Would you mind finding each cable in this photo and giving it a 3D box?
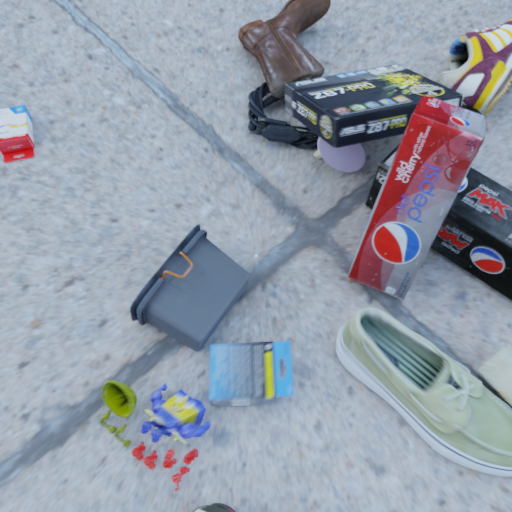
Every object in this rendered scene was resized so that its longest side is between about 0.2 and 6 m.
[{"bbox_3d":[0.848,-2.946,11.518,2.049,0.521,1.672,2,55,1],"label":"cable"}]

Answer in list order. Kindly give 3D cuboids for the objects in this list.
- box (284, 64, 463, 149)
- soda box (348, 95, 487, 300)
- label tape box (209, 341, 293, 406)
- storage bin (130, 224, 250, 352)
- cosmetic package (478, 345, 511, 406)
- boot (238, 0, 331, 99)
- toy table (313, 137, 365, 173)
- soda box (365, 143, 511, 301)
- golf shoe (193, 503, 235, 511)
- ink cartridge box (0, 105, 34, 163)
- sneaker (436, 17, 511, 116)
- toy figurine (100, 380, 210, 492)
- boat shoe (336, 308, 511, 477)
[{"bbox_3d":[2.117,-2.851,10.456,2.595,0.637,2.092,-14,35,-16],"label":"box"},{"bbox_3d":[2.465,-0.839,8.830,1.070,3.057,0.969,24,37,12],"label":"soda box"},{"bbox_3d":[-0.081,1.858,8.838,1.289,0.408,0.930,-2,59,2],"label":"label tape box"},{"bbox_3d":[-0.991,0.576,9.195,1.233,1.336,1.836,34,66,6],"label":"storage bin"},{"bbox_3d":[4.137,2.077,8.559,0.491,0.727,1.382,-50,64,24],"label":"cosmetic package"},{"bbox_3d":[0.997,-4.449,11.835,2.323,0.800,2.492,-27,50,1],"label":"boot"},{"bbox_3d":[1.563,-2.132,10.777,1.005,1.093,0.640,-35,37,16],"label":"toy table"},{"bbox_3d":[3.713,-0.621,9.750,3.507,1.241,1.111,37,64,18],"label":"soda box"},{"bbox_3d":[0.126,4.472,6.992,3.051,1.344,1.178,40,68,18],"label":"golf shoe"},{"bbox_3d":[-4.858,-2.450,11.250,0.647,0.375,1.114,-14,63,-7],"label":"ink cartridge box"},{"bbox_3d":[4.932,-4.432,11.803,1.421,1.182,3.154,31,63,5],"label":"sneaker"},{"bbox_3d":[-1.356,2.473,8.541,1.870,0.986,1.120,27,29,29],"label":"toy figurine"},{"bbox_3d":[2.679,2.047,8.404,3.398,1.054,1.223,33,65,14],"label":"boat shoe"}]
